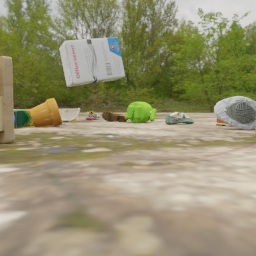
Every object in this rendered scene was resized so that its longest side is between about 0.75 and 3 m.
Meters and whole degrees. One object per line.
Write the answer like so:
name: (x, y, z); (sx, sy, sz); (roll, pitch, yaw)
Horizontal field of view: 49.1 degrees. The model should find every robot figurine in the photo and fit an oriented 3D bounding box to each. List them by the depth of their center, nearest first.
robot figurine: (0.623, -0.796, 14.246); (1.605, 1.058, 1.829); (2, 4, 25)

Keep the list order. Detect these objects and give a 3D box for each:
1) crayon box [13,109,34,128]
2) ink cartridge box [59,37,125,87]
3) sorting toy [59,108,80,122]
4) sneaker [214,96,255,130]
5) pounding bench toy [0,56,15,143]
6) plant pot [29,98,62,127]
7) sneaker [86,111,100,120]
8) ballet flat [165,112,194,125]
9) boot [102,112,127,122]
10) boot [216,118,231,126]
crayon box: (-4.714, -0.404, 11.194); (1.664, 0.683, 2.647); (0, 3, 1)
ink cartridge box: (-1.786, -3.294, 13.989); (2.816, 2.036, 1.186); (-13, 5, -27)
sorting toy: (-3.338, -0.620, 14.924); (1.392, 0.744, 1.253); (-3, -3, -21)
sneaker: (4.371, -0.401, 9.924); (2.852, 1.111, 1.417); (9, -3, 0)
pounding bench toy: (-3.976, -0.583, 5.915); (2.844, 1.767, 2.218); (3, 5, 38)
plant pot: (-3.205, -0.498, 10.825); (1.007, 1.100, 1.100); (-18, 10, -19)
sneaker: (-2.189, -0.812, 17.921); (0.542, 0.572, 1.391); (2, 4, 23)
ballet flat: (2.397, -0.441, 12.748); (1.710, 0.545, 0.576); (-2, 5, -35)
boot: (-0.625, -0.624, 15.370); (1.417, 0.544, 1.100); (2, 5, 17)
boot: (4.083, -0.358, 11.277); (0.421, 0.601, 1.121); (-2, 6, -45)
